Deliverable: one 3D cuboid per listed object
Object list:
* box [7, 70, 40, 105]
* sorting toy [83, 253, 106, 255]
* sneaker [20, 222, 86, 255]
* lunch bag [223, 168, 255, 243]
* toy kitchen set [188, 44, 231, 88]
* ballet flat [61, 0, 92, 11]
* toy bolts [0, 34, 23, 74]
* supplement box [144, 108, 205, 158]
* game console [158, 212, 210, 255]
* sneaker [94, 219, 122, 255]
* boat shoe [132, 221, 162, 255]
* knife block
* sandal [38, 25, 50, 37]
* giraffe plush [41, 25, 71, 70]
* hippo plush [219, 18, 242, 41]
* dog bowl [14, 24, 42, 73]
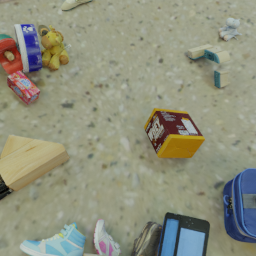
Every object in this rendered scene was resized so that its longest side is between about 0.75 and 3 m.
[{"bbox_3d":[-3.930,-1.519,10.523,1.153,0.551,0.575,45,53,2],"label":"box"},{"bbox_3d":[-0.420,4.106,7.734,2.993,0.408,1.685,4,110,6],"label":"sorting toy"},{"bbox_3d":[-2.153,3.341,8.405,1.877,0.746,1.225,17,68,-3],"label":"sneaker"},{"bbox_3d":[4.238,2.297,8.183,2.972,1.966,2.019,4,65,1],"label":"lunch bag"},{"bbox_3d":[3.221,-2.453,11.222,0.967,1.315,1.642,-17,30,-8],"label":"toy kitchen set"},{"bbox_3d":[-2.354,-5.901,12.792,1.598,0.555,0.555,-28,68,-12],"label":"ballet flat"},{"bbox_3d":[-5.643,-2.867,10.297,2.969,2.836,2.060,-31,48,-22],"label":"toy bolts"},{"bbox_3d":[1.488,0.169,9.246,1.368,0.921,1.387,4,42,-28],"label":"supplement box"},{"bbox_3d":[1.610,3.424,8.054,1.476,1.023,1.730,11,77,6],"label":"game console"},{"bbox_3d":[-0.588,3.571,8.359,0.747,0.689,1.694,-10,74,-6],"label":"sneaker"},{"bbox_3d":[0.486,3.564,8.364,0.610,0.600,1.638,38,78,-27],"label":"boat shoe"},{"bbox_3d":[-3.539,1.526,9.158,2.724,0.871,2.391,9,66,4],"label":"knife block"},{"bbox_3d":[-3.561,-4.031,12.029,0.488,0.328,1.214,-19,67,-9],"label":"sandal"},{"bbox_3d":[-2.950,-3.292,11.181,1.319,1.239,1.528,31,69,13],"label":"giraffe plush"},{"bbox_3d":[4.368,-4.194,11.859,0.959,0.771,0.764,32,69,14],"label":"hippo plush"},{"bbox_3d":[-3.807,-3.034,10.674,0.690,1.752,1.752,-12,65,-21],"label":"dog bowl"}]
